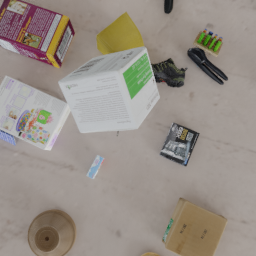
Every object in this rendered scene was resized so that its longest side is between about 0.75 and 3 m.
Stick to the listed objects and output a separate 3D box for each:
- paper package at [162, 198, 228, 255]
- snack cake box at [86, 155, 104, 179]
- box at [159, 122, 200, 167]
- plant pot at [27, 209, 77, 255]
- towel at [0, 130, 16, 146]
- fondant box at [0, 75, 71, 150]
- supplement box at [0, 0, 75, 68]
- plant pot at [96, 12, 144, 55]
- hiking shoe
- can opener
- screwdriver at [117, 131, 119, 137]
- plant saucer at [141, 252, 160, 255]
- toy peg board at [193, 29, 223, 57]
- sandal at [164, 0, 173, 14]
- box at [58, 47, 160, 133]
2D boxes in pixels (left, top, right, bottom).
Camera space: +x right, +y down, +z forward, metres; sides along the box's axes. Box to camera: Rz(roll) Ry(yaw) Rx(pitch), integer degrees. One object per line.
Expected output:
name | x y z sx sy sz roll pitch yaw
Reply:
paper package | 2.430 3.813 10.377 1.802 0.978 1.891 24 83 4
snack cake box | -1.262 1.518 10.946 0.303 0.518 0.901 28 83 4
box | 2.037 0.654 11.149 1.142 0.360 1.448 24 83 4
plant pot | -2.901 4.015 10.417 1.842 0.850 1.842 0 80 0
towel | -4.937 0.313 11.042 1.015 0.735 0.121 25 55 4
fondant box | -3.952 -0.573 11.112 2.774 0.808 2.001 25 82 4
supplement box | -3.796 -3.813 11.282 2.716 1.401 1.778 21 82 3
plant pot | -0.177 -3.315 11.229 1.521 1.511 1.556 -42 90 -6
hiking shoe | 1.401 -2.399 11.492 2.051 0.777 1.032 19 73 -6
can opener | 3.228 -2.528 11.526 2.048 0.649 0.805 43 58 -2
screwdriver | -0.022 -0.962 11.410 0.404 0.387 2.777 15 82 -29
plant saucer | 0.848 5.263 10.548 1.173 0.208 1.173 0 82 0
toy peg board | 3.391 -3.636 11.450 1.109 0.542 1.104 30 51 4
sandal | 1.860 -5.750 12.051 0.416 0.654 1.739 5 89 -24
box | -0.530 -1.301 9.680 2.386 2.374 2.044 -3 120 29
